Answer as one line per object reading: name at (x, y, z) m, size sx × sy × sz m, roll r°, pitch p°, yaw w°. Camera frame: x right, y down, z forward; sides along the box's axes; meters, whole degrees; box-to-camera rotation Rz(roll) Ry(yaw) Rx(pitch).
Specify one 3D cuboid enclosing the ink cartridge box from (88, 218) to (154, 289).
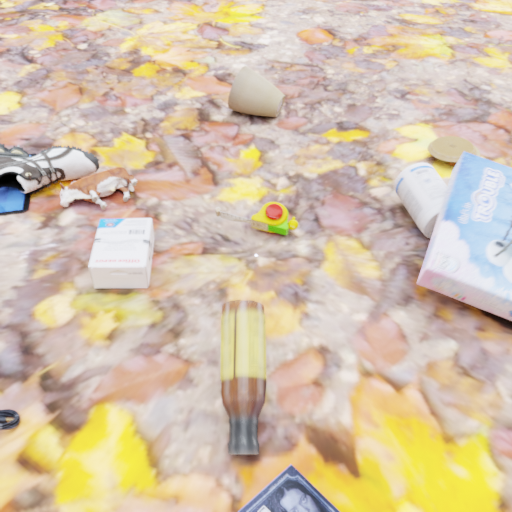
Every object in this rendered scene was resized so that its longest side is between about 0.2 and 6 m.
ink cartridge box at (-2.397, -0.059, 10.120) m, size 0.986 × 0.570 × 1.351 m, roll 0°, pitch 43°, yaw -3°

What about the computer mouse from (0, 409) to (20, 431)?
computer mouse at (-4.304, 2.286, 7.799) m, size 1.984 × 0.338 × 0.582 m, roll 6°, pitch 18°, yaw 0°

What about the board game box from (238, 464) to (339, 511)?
board game box at (0.041, 3.824, 5.907) m, size 2.785 × 0.482 × 1.887 m, roll -32°, pitch 51°, yaw -31°

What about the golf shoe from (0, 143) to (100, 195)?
golf shoe at (-4.498, -1.719, 11.843) m, size 2.308 × 0.897 × 1.091 m, roll -2°, pitch 57°, yaw -7°

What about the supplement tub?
supplement tub at (3.358, -1.092, 10.951) m, size 0.887 × 0.887 × 1.344 m, roll -11°, pitch 51°, yaw -11°

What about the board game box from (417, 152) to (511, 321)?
board game box at (4.481, -0.213, 9.517) m, size 2.797 × 0.610 × 2.811 m, roll 21°, pitch 59°, yaw 10°

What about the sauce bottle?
sauce bottle at (-0.189, 1.654, 7.712) m, size 0.673 × 0.673 × 2.038 m, roll 1°, pitch 71°, yaw 1°

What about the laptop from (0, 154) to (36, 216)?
laptop at (-6.136, -1.933, 11.619) m, size 1.327 × 2.569 × 2.277 m, roll -36°, pitch 41°, yaw 15°

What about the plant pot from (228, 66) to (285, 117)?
plant pot at (0.069, -4.040, 14.259) m, size 1.221 × 1.144 × 1.144 m, roll 26°, pitch 47°, yaw 8°

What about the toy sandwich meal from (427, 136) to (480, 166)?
toy sandwich meal at (4.504, -2.340, 12.816) m, size 1.179 × 0.404 × 1.179 m, roll -3°, pitch 41°, yaw 2°

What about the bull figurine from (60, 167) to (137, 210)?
bull figurine at (-3.271, -1.396, 11.658) m, size 1.602 × 0.522 × 0.973 m, roll -32°, pitch 53°, yaw -28°

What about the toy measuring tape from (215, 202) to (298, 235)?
toy measuring tape at (0.046, -0.834, 10.918) m, size 1.628 × 0.599 × 0.599 m, roll 15°, pitch 44°, yaw 8°
